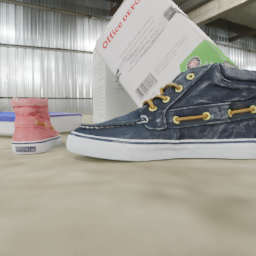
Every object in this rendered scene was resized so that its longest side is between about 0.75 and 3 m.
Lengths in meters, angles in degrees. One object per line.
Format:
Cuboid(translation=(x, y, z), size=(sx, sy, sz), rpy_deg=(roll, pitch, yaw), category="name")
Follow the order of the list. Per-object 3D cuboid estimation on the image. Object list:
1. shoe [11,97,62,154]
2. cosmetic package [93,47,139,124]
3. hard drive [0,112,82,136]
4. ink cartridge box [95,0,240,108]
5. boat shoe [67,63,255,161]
Cuboid(translation=(-1.117, -0.069, 3.518), size=(0.482, 0.613, 1.349), rpy_deg=(0, 3, -6), category="shoe")
Cuboid(translation=(0.090, -1.461, 9.336), size=(2.273, 2.733, 2.287), rpy_deg=(-1, 3, -16), category="cosmetic package")
Cuboid(translation=(-2.700, -0.138, 5.824), size=(2.911, 0.369, 1.920), rpy_deg=(2, 5, 18), category="hard drive")
Cuboid(translation=(0.781, -1.673, 6.611), size=(2.082, 2.850, 1.202), rpy_deg=(-46, -25, 28), category="ink cartridge box")
Cuboid(translation=(0.382, -0.162, 2.764), size=(1.936, 0.879, 0.685), rpy_deg=(0, 3, -6), category="boat shoe")
